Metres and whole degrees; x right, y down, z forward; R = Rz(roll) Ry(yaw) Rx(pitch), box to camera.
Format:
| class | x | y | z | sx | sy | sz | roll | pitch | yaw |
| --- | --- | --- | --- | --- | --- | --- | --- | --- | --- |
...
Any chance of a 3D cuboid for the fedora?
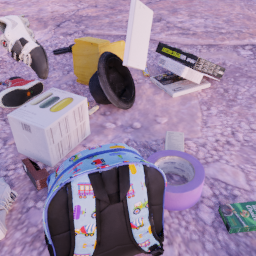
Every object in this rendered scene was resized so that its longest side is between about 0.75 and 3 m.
| class | x | y | z | sx | sy | sz | roll | pitch | yaw |
| --- | --- | --- | --- | --- | --- | --- | --- | --- | --- |
| fedora | -0.793 | -1.816 | 11.656 | 1.258 | 2.754 | 2.754 | -20 | 28 | 27 |

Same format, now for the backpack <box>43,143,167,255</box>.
| class | x | y | z | sx | sy | sz | roll | pitch | yaw |
| --- | --- | --- | --- | --- | --- | --- | --- | --- | --- |
| backpack | -0.549 | 1.529 | 5.957 | 2.654 | 2.907 | 1.956 | -12 | 38 | -14 |

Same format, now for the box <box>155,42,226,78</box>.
| class | x | y | z | sx | sy | sz | roll | pitch | yaw |
| --- | --- | --- | --- | --- | --- | --- | --- | --- | --- |
| box | 3.072 | -3.319 | 13.742 | 2.651 | 0.630 | 2.560 | 4 | 27 | -46 |

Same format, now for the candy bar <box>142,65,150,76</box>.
| class | x | y | z | sx | sy | sz | roll | pitch | yaw |
| --- | --- | --- | --- | --- | --- | --- | --- | --- | --- |
| candy bar | 0.886 | -3.015 | 14.612 | 0.347 | 0.154 | 1.390 | -2 | 37 | -4 |

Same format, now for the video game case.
| class | x | y | z | sx | sy | sz | roll | pitch | yaw |
| --- | --- | --- | --- | --- | --- | --- | --- | --- | --- |
| video game case | 2.468 | -2.200 | 13.411 | 2.154 | 0.252 | 1.959 | -18 | 40 | -22 |

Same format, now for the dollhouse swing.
| class | x | y | z | sx | sy | sz | roll | pitch | yaw |
| --- | --- | --- | --- | --- | --- | --- | --- | --- | --- |
| dollhouse swing | -1.306 | -3.272 | 13.326 | 1.897 | 2.087 | 1.835 | 18 | 36 | 23 |

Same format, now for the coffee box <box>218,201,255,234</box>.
| class | x | y | z | sx | sy | sz | roll | pitch | yaw |
| --- | --- | --- | --- | --- | --- | --- | --- | --- | --- |
| coffee box | 3.040 | 2.266 | 7.195 | 1.225 | 0.269 | 0.753 | -4 | 36 | -5 |

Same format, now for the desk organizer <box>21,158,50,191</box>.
| class | x | y | z | sx | sy | sz | roll | pitch | yaw |
| --- | --- | --- | --- | --- | --- | --- | --- | --- | --- |
| desk organizer | -2.751 | 1.317 | 8.401 | 0.445 | 0.415 | 1.156 | -22 | 42 | -31 |

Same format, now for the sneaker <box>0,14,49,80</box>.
| class | x | y | z | sx | sy | sz | roll | pitch | yaw |
| --- | --- | --- | --- | --- | --- | --- | --- | --- | --- |
| sneaker | -3.129 | -2.297 | 8.121 | 1.053 | 0.881 | 2.379 | -18 | 67 | -40 |

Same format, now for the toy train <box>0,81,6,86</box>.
| class | x | y | z | sx | sy | sz | roll | pitch | yaw |
| --- | --- | --- | --- | --- | --- | --- | --- | --- | --- |
| toy train | -6.140 | -2.156 | 13.427 | 0.851 | 0.145 | 0.195 | 10 | 40 | 14 |

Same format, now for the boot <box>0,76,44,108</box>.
| class | x | y | z | sx | sy | sz | roll | pitch | yaw |
| --- | --- | --- | --- | --- | --- | --- | --- | --- | --- |
| boot | -5.085 | -1.615 | 12.132 | 1.705 | 0.856 | 2.363 | 16 | 31 | 21 |

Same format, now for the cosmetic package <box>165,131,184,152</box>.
| class | x | y | z | sx | sy | sz | roll | pitch | yaw |
| --- | --- | --- | --- | --- | --- | --- | --- | --- | --- |
| cosmetic package | 1.529 | 0.645 | 9.296 | 0.631 | 0.446 | 1.219 | 6 | 35 | 8 |

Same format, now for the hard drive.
| class | x | y | z | sx | sy | sz | roll | pitch | yaw |
| --- | --- | --- | --- | --- | --- | --- | --- | --- | --- |
| hard drive | 0.383 | -3.291 | 10.170 | 0.288 | 2.192 | 1.445 | 13 | 10 | 27 |

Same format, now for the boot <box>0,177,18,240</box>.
| class | x | y | z | sx | sy | sz | roll | pitch | yaw |
| --- | --- | --- | --- | --- | --- | --- | --- | --- | --- |
| boot | -3.291 | 1.950 | 7.252 | 0.912 | 0.702 | 1.908 | -30 | 44 | -26 |

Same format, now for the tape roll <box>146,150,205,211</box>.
| class | x | y | z | sx | sy | sz | roll | pitch | yaw |
| --- | --- | --- | --- | --- | --- | --- | --- | --- | --- |
| tape roll | 1.271 | 1.437 | 7.960 | 1.713 | 0.728 | 1.713 | 0 | 37 | 0 |

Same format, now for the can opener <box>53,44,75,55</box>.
| class | x | y | z | sx | sy | sz | roll | pitch | yaw |
| --- | --- | --- | --- | --- | --- | --- | --- | --- | --- |
| can opener | -3.644 | -4.645 | 16.586 | 1.642 | 0.646 | 0.520 | -12 | 45 | 0 |

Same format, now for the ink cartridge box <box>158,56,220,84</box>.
| class | x | y | z | sx | sy | sz | roll | pitch | yaw |
| --- | --- | --- | --- | --- | --- | --- | --- | --- | --- |
| ink cartridge box | 2.759 | -2.601 | 13.036 | 2.042 | 0.518 | 2.318 | 15 | 19 | -27 |

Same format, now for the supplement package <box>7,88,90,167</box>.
| class | x | y | z | sx | sy | sz | roll | pitch | yaw |
| --- | --- | --- | --- | --- | --- | --- | --- | --- | --- |
| supplement package | -2.528 | -0.101 | 9.369 | 1.565 | 1.554 | 2.063 | 18 | 40 | 23 |

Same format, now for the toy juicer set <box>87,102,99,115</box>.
| class | x | y | z | sx | sy | sz | roll | pitch | yaw |
| --- | --- | --- | --- | --- | --- | --- | --- | --- | --- |
| toy juicer set | -1.880 | -0.747 | 11.282 | 1.841 | 0.501 | 1.171 | 18 | 21 | 29 |
